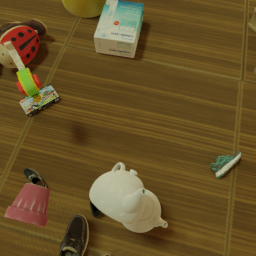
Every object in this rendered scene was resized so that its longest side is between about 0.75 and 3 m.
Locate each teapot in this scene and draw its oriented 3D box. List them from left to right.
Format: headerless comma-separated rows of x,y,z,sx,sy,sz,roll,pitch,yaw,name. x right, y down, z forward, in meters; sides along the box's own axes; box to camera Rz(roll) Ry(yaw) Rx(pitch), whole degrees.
-0.159,1.748,7.969,1.756,1.733,1.282,30,91,23,teapot
0.386,2.783,9.763,1.660,1.213,1.639,-7,63,-3,teapot

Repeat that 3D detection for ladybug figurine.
-4.917,-3.759,12.821,0.843,1.591,2.344,8,57,46,ladybug figurine

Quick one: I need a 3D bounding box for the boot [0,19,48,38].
-5.234,-4.505,13.382,2.294,0.830,1.908,13,43,22,boot

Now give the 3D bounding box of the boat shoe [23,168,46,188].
-3.576,1.898,10.675,1.162,0.393,0.417,39,71,19,boat shoe

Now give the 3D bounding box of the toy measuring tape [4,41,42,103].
-3.343,-1.756,8.920,0.773,0.773,2.102,-28,108,-13,toy measuring tape

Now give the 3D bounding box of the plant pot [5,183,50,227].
-2.627,2.081,7.637,1.093,1.093,0.978,12,67,6,plant pot

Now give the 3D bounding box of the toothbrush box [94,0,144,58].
-0.393,-4.870,13.644,1.921,1.119,2.623,11,65,6,toothbrush box

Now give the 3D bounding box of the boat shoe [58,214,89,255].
-1.874,4.054,9.381,0.835,0.752,2.321,10,64,5,boat shoe

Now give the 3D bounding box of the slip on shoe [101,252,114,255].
-1.028,4.918,9.057,0.705,0.562,1.856,31,67,14,slip on shoe

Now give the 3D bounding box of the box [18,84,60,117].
-3.890,-1.225,12.293,1.560,0.271,0.859,-33,68,-15,box

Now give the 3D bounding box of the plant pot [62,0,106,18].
-2.187,-7.432,14.216,2.819,2.001,2.819,-1,72,2,plant pot

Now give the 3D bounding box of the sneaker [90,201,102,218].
-1.057,2.534,10.169,0.490,0.734,1.281,11,62,3,sneaker

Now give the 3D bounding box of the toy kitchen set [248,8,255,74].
6.447,-4.449,12.736,2.600,2.352,2.882,-31,68,-15,toy kitchen set

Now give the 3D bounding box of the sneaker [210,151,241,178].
3.792,1.276,10.916,1.435,0.557,0.655,-35,65,-18,sneaker
